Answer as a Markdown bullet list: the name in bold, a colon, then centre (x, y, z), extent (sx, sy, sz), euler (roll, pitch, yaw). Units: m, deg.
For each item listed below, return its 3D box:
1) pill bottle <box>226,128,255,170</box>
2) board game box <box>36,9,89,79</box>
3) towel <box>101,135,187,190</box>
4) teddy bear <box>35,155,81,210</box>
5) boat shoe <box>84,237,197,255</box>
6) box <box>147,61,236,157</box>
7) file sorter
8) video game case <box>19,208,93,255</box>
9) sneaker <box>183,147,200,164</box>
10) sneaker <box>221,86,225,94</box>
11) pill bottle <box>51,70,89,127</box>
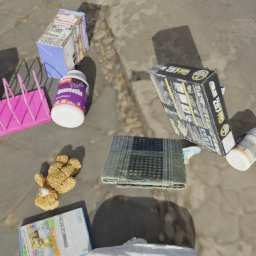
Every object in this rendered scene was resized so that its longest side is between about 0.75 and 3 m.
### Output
- **pill bottle**: centre (3.693, 0.618, 8.585), extent (1.341, 0.780, 0.780), euler (-37, 63, -24)
- **board game box**: centre (-2.389, -3.148, 10.667), extent (1.005, 1.655, 2.076), euler (13, 55, 9)
- **towel**: centre (0.354, 0.699, 5.909), extent (1.664, 0.298, 1.728), euler (4, 28, 6)
- **teddy bear**: centre (-2.077, 1.486, 8.107), extent (1.250, 0.575, 1.724), euler (33, 61, 23)
- **boat shoe**: centre (0.328, 3.158, 6.766), extent (2.790, 1.004, 0.956), euler (-1, 32, 8)
- **box**: centre (1.792, -0.541, 7.872), extent (0.630, 2.567, 2.069), euler (-42, 36, -17)
- **file sorter**: centre (-3.835, -0.863, 9.288), extent (2.090, 1.311, 1.453), euler (-19, 58, -13)
- **video game case**: centre (-1.905, 2.944, 7.340), extent (1.738, 0.155, 1.244), euler (-15, 57, -11)
- **sneaker**: centre (1.873, 0.885, 8.683), extent (0.814, 0.324, 0.531), euler (-9, 53, 5)
- **sneaker**: centre (2.894, -1.486, 9.772), extent (1.010, 0.445, 0.380), euler (27, 53, 13)
- **pill bottle**: centre (-1.917, -1.041, 9.557), extent (1.073, 1.073, 1.909), euler (2, 55, 1)
